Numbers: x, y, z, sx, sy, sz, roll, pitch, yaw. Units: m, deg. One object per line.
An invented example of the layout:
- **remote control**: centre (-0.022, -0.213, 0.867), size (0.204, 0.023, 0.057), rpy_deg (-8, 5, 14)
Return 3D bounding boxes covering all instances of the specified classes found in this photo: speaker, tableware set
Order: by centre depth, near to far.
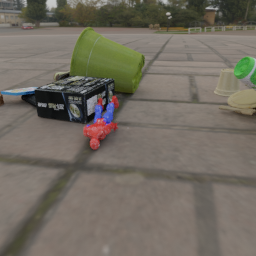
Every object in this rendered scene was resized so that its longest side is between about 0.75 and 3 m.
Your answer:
- **speaker**: centre (3.896, -1.386, 8.085), size (1.681, 0.744, 0.744), rpy_deg (26, 16, -18)
- **tableware set**: centre (4.501, -0.645, 8.673), size (1.884, 0.571, 2.850), rpy_deg (-36, 32, -27)

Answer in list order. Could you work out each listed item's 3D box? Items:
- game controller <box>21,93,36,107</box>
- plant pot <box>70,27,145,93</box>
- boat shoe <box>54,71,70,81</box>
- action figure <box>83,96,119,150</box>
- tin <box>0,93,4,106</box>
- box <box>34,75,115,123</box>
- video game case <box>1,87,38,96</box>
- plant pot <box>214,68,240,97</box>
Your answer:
- **game controller**: centre (-3.203, -0.994, 10.070), size (0.810, 0.327, 1.552), rpy_deg (-1, 17, -43)
- **plant pot**: centre (-0.670, -2.480, 11.277), size (2.433, 2.562, 2.562), rpy_deg (16, 25, 9)
- **boat shoe**: centre (-2.732, -2.387, 13.172), size (1.523, 0.558, 0.494), rpy_deg (-23, 44, -40)
- **action figure**: centre (-0.691, -0.151, 7.549), size (0.783, 0.619, 2.395), rpy_deg (-3, 26, 8)
- **tin**: centre (-5.354, -0.893, 9.644), size (1.990, 0.417, 1.114), rpy_deg (-13, 30, -30)
- **box**: centre (-1.640, -1.018, 9.170), size (1.763, 0.927, 2.152), rpy_deg (8, 24, 19)
- **video game case**: centre (-3.739, -1.342, 10.197), size (0.963, 0.120, 1.345), rpy_deg (8, 18, 36)
- **plant pot**: centre (4.031, -1.846, 11.181), size (1.044, 0.956, 1.044), rpy_deg (0, 22, 0)
